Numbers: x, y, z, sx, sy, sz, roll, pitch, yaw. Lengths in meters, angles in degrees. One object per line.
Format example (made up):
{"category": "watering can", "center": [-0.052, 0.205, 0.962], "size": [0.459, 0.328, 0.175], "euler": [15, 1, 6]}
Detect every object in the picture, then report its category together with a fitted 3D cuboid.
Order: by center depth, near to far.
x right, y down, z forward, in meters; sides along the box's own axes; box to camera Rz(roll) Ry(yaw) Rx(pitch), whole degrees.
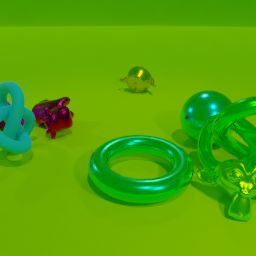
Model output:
{"category": "monkey head", "center": [1.937, 1.062, 4.894], "size": [1.442, 1.038, 0.869], "euler": [13, -15, 9]}
{"category": "knot shape", "center": [2.143, 0.325, 5.440], "size": [0.939, 2.033, 1.902], "euler": [-40, 21, -31]}
{"category": "ring", "center": [0.253, 0.730, 5.610], "size": [2.090, 0.418, 2.090], "euler": [1, 26, 0]}
{"category": "knot shape", "center": [-2.651, -0.077, 6.524], "size": [0.792, 1.605, 1.715], "euler": [-7, 66, -8]}
{"category": "ball", "center": [2.003, -0.255, 7.035], "size": [1.369, 1.369, 1.369], "euler": [0, 22, 0]}
{"category": "cow figurine", "center": [-2.226, -0.346, 8.017], "size": [1.661, 0.912, 1.634], "euler": [-1, 22, 24]}
{"category": "cone", "center": [-3.637, -0.382, 8.065], "size": [1.684, 1.678, 1.678], "euler": [23, 13, -23]}
{"category": "teapot", "center": [0.467, -1.977, 11.828], "size": [1.816, 1.129, 0.889], "euler": [11, 44, 27]}
